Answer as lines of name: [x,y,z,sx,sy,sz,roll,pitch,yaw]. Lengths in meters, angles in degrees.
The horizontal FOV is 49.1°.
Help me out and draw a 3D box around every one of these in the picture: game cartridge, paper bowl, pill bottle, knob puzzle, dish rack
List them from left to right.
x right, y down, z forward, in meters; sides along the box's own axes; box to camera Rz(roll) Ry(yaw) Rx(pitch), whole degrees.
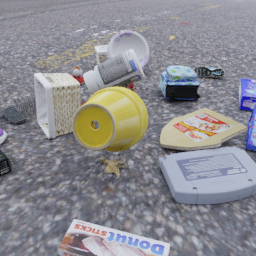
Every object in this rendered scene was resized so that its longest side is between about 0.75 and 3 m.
dish rack: [-4.320,-0.979,12.333,2.248,0.613,1.724,-24,39,-32]
pill bottle: [-0.549,-2.065,10.844,2.137,1.216,1.216,-23,32,8]
paper bowl: [-0.058,-4.206,15.899,2.345,2.345,1.220,-10,3,-14]
knob puzzle: [2.503,0.219,10.558,3.112,0.432,3.112,-11,26,6]
game cartridge: [2.597,1.439,8.689,2.928,0.599,1.949,-6,30,-9]

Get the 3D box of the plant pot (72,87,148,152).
plant pot: [-0.585,-0.180,8.059,1.975,1.975,1.858,11,12,17]

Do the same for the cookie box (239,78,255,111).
cookie box: [6.089,-1.505,12.976,1.730,0.760,2.022,10,34,15]

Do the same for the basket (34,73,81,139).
basket: [-2.713,-0.933,10.884,1.363,2.209,1.498,-13,35,-30]

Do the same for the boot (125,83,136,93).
boot: [0.211,-1.176,12.002,0.645,1.286,1.783,-9,35,-13]

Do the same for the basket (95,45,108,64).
basket: [-1.046,-4.377,17.097,1.771,1.093,1.200,-9,34,-12]

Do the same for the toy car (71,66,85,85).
toy car: [-2.720,-2.833,14.820,0.872,0.985,0.908,19,37,27]

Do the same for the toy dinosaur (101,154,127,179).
toy dinosaur: [-0.394,1.272,9.184,0.722,0.416,1.428,-31,34,-15]

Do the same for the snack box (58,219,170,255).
snack box: [-0.326,2.885,6.648,2.513,0.306,0.904,9,34,14]

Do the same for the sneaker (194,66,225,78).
sneaker: [4.568,-3.108,15.772,1.662,0.652,0.748,12,14,17]

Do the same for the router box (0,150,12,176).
router box: [-4.932,1.234,8.927,1.887,0.586,1.414,-26,41,-35]

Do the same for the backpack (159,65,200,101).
backpack: [2.442,-2.269,13.593,1.737,1.395,1.898,-2,29,-10]

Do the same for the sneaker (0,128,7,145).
sneaker: [-5.933,0.028,10.255,2.683,1.186,1.079,-3,34,-3]

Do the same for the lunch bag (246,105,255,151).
lunch bag: [5.266,0.250,10.286,1.564,0.977,2.078,15,45,17]
